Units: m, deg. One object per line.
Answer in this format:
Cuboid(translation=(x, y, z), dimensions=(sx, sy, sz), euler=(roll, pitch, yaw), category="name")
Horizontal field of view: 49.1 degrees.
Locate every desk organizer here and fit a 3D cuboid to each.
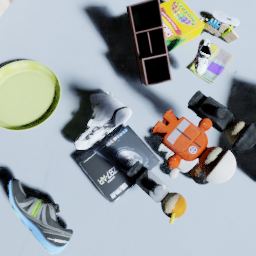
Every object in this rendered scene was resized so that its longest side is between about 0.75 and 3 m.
Cuboid(translation=(0.640, -2.499, 8.299), dimensions=(0.856, 0.920, 2.388), euler=(-13, 106, -3), category="desk organizer")

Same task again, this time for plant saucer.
Cuboid(translation=(-3.296, -0.995, 8.877), dimensions=(2.435, 0.378, 2.435), euler=(0, 71, 0), category="plant saucer")

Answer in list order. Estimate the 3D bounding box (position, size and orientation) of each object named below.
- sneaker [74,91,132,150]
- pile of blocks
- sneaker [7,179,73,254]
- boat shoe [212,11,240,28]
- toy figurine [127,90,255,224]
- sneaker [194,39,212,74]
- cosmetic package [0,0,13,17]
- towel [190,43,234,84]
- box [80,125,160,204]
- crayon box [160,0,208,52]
Cuboid(translation=(-0.964, -0.273, 8.451), dimensions=(2.018, 0.758, 1.160), euler=(-36, 74, -17), category="sneaker")
Cuboid(translation=(3.130, -3.502, 9.581), dimensions=(1.493, 0.613, 0.464), euler=(29, 67, 6), category="pile of blocks")
Cuboid(translation=(-2.407, 2.280, 7.612), dimensions=(2.351, 0.833, 0.974), euler=(44, 64, 11), category="sneaker")
Cuboid(translation=(3.395, -3.790, 9.848), dimensions=(1.011, 0.335, 0.354), euler=(19, 77, 1), category="boat shoe")
Cuboid(translation=(1.591, 0.710, 6.966), dimensions=(1.903, 2.692, 2.735), euler=(40, 38, 16), category="toy figurine")
Cuboid(translation=(2.194, -2.053, 8.248), dimensions=(0.419, 0.683, 1.050), euler=(15, 116, 7), category="sneaker")
Cuboid(translation=(-5.122, -4.319, 9.446), dimensions=(1.241, 1.470, 2.844), euler=(25, 75, 7), category="cosmetic package")
Cuboid(translation=(2.815, -2.198, 9.402), dimensions=(0.968, 0.154, 1.349), euler=(38, 75, 11), category="towel")
Cuboid(translation=(-0.233, 1.040, 8.165), dimensions=(1.856, 0.404, 1.487), euler=(-38, 75, -12), category="box")
Cuboid(translation=(1.480, -3.527, 9.550), dimensions=(2.351, 0.597, 1.492), euler=(-32, 75, -15), category="crayon box")
